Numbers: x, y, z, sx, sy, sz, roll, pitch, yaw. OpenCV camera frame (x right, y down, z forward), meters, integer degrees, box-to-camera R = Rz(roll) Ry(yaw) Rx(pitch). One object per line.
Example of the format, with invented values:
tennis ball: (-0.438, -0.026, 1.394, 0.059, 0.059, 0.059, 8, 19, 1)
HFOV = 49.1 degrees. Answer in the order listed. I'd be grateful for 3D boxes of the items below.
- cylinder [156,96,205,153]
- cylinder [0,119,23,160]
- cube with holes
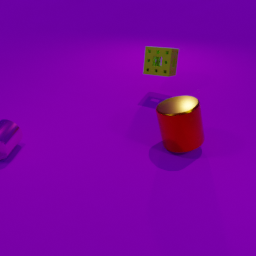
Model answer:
cylinder: (1.467, -0.122, 7.844, 1.203, 1.203, 1.203, -12, 27, 6)
cylinder: (-3.488, 0.318, 7.720, 0.837, 0.837, 0.837, 5, 34, 8)
cube with holes: (1.227, -2.462, 10.348, 0.978, 0.978, 0.978, 11, 17, 22)
